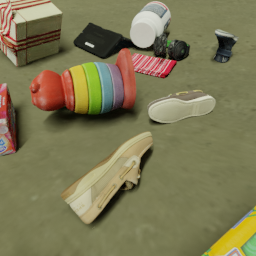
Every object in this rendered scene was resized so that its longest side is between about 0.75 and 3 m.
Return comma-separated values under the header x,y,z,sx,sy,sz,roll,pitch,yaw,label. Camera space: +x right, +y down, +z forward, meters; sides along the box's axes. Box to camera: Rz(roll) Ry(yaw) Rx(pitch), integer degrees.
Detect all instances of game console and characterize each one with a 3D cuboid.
x,y,z,sx,sy,sz,roll,pitch,yaw,label
-0.878,-3.385,11.179,1.940,1.129,1.706,32,79,34,game console

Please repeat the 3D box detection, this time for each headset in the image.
x,y,z,sx,sy,sz,roll,pitch,yaw,label
1.496,-3.012,10.049,1.281,0.975,2.075,18,30,21,headset

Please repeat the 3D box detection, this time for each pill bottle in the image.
x,y,z,sx,sy,sz,roll,pitch,yaw,label
0.865,-4.081,11.137,1.305,1.305,2.183,12,40,14,pill bottle

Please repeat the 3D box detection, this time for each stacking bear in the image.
x,y,z,sx,sy,sz,roll,pitch,yaw,label
-1.125,-0.971,6.789,2.390,1.451,1.359,-9,75,-17,stacking bear

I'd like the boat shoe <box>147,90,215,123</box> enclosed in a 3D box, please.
x,y,z,sx,sy,sz,roll,pitch,yaw,label
1.344,-0.620,7.389,1.948,0.700,0.580,-10,38,-19,boat shoe

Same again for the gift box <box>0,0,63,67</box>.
x,y,z,sx,sy,sz,roll,pitch,yaw,label
-3.687,-3.660,9.624,2.020,2.189,2.044,42,52,21,gift box

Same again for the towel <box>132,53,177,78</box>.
x,y,z,sx,sy,sz,roll,pitch,yaw,label
0.744,-2.214,9.736,1.685,0.189,1.218,17,41,20,towel

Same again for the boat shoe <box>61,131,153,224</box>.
x,y,z,sx,sy,sz,roll,pitch,yaw,label
-0.197,0.884,5.547,0.782,0.864,2.424,51,50,3,boat shoe

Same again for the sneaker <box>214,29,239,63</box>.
x,y,z,sx,sy,sz,roll,pitch,yaw,label
3.259,-2.806,9.705,1.408,1.017,0.535,-3,34,-48,sneaker

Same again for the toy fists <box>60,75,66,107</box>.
x,y,z,sx,sy,sz,roll,pitch,yaw,label
-1.370,-1.207,8.056,2.194,0.754,1.118,-17,43,-22,toy fists

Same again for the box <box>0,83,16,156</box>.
x,y,z,sx,sy,sz,roll,pitch,yaw,label
-3.226,-0.215,6.697,0.863,0.901,1.808,-12,41,-14,box

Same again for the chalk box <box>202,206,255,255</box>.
x,y,z,sx,sy,sz,roll,pitch,yaw,label
1.563,2.217,3.019,2.844,1.763,1.775,-27,46,-30,chalk box
